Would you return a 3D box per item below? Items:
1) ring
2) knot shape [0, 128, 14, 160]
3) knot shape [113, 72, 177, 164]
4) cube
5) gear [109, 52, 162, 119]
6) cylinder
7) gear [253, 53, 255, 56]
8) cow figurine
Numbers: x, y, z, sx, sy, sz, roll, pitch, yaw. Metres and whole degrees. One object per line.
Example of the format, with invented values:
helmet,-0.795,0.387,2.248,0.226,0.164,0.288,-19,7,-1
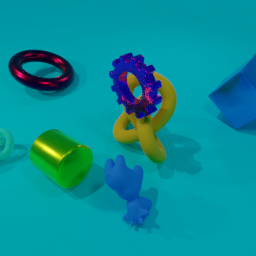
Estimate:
ring,-2.658,-1.829,8.738,2.003,0.401,2.003,13,39,-11
knot shape,-3.291,0.312,6.561,1.165,0.538,1.091,-17,39,-19
knot shape,0.387,-0.095,6.351,0.948,2.052,1.920,-6,63,-26
cube,3.028,-0.915,7.161,1.155,1.155,1.155,49,51,1
gear,0.121,-0.805,5.423,0.231,1.247,1.247,-29,49,-33
cylinder,-1.394,0.625,5.893,0.956,0.956,0.956,25,48,32
gear,4.584,-2.236,8.659,1.503,0.278,1.503,-31,23,15
cow figurine,-0.009,1.185,5.240,0.617,1.124,1.106,-26,44,32
